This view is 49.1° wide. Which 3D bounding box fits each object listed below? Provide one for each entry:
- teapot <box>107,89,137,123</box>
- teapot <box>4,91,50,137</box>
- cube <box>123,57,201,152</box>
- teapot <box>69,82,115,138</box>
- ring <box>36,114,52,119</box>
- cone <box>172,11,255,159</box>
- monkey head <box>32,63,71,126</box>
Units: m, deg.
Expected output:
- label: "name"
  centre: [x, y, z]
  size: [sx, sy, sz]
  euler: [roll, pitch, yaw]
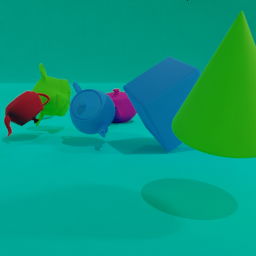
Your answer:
- label: "teapot"
  centre: [-0.318, -0.681, 8.292]
  size: [1.184, 0.932, 1.904]
  euler: [-2, 23, 2]
- label: "teapot"
  centre: [-2.126, -0.333, 5.797]
  size: [0.797, 0.628, 1.282]
  euler: [-25, 19, 52]
- label: "cube"
  centre: [0.731, -0.458, 5.003]
  size: [1.070, 1.070, 1.070]
  euler: [-33, 31, -2]
- label: "teapot"
  centre: [-0.703, -0.321, 5.332]
  size: [0.900, 1.447, 0.709]
  euler: [-33, -25, 2]
- label: "ring"
  centre: [-3.247, -0.496, 9.302]
  size: [1.540, 0.308, 1.540]
  euler: [0, 10, 0]
- label: "cone"
  centre: [0.900, -0.450, 2.395]
  size: [1.021, 1.025, 1.021]
  euler: [-3, 29, 2]
- label: "monkey head"
  centre: [-1.882, -0.727, 6.715]
  size: [0.931, 1.545, 1.111]
  euler: [7, 12, -5]
